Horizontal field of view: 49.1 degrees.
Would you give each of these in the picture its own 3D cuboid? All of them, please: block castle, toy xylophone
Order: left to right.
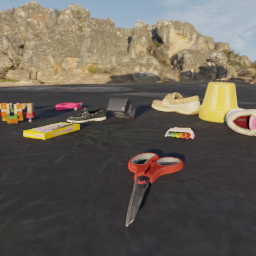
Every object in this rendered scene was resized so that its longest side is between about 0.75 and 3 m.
[{"bbox_3d":[-4.570,-0.606,11.199,1.612,0.756,1.077,-1,7,-15],"label":"block castle"},{"bbox_3d":[1.631,0.151,8.650,0.899,0.226,0.658,6,13,29],"label":"toy xylophone"}]

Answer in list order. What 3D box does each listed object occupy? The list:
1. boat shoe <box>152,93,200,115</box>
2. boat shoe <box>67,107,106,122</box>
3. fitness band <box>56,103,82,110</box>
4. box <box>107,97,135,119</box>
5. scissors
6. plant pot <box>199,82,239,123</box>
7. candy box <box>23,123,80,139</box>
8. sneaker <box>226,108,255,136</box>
[{"bbox_3d":[2.383,-1.286,13.965,1.068,0.958,2.885,-10,15,-42],"label":"boat shoe"},{"bbox_3d":[-1.668,-0.569,11.382,1.660,0.551,0.620,-6,18,-24],"label":"boat shoe"},{"bbox_3d":[-3.159,-1.158,15.122,1.206,0.314,1.679,0,10,13],"label":"fitness band"},{"bbox_3d":[-0.252,-0.814,11.557,0.777,0.548,1.051,9,-14,22],"label":"box"},{"bbox_3d":[0.179,0.934,4.981,1.078,0.205,2.947,8,15,24],"label":"scissors"},{"bbox_3d":[3.811,-1.116,11.595,1.595,1.500,1.595,1,13,0],"label":"plant pot"},{"bbox_3d":[-2.423,0.069,9.078,0.869,0.225,1.701,3,11,27],"label":"candy box"},{"bbox_3d":[4.173,-0.156,8.691,2.329,0.947,1.027,-3,9,31],"label":"sneaker"}]
